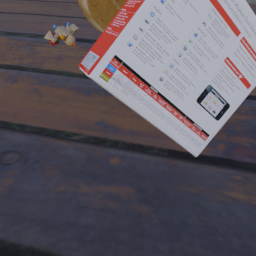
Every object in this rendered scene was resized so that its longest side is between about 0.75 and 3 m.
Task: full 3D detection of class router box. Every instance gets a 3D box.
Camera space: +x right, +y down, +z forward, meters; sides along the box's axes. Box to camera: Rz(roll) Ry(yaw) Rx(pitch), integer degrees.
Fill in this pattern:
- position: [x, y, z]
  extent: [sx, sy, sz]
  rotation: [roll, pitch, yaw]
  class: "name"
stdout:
- position: [1.092, -1.236, 5.160]
  extent: [2.658, 2.961, 0.723]
  rotation: [-51, 32, 5]
  class: "router box"

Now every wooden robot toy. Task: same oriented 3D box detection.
- position: [-1.159, -1.666, 5.268]
  extent: [0.430, 0.418, 0.949]
  rotation: [40, 30, -3]
  class: "wooden robot toy"

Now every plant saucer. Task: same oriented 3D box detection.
- position: [-0.050, -3.474, 7.500]
  extent: [2.896, 2.896, 0.513]
  rotation: [5, 50, 6]
  class: "plant saucer"
